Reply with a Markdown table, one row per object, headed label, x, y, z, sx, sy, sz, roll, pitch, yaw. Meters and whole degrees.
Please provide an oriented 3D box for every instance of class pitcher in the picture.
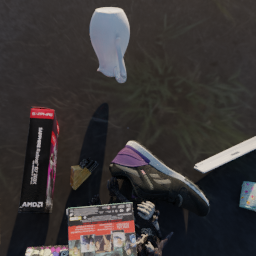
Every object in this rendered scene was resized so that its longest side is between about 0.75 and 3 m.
| label | x | y | z | sx | sy | sz | roll | pitch | yaw |
| --- | --- | --- | --- | --- | --- | --- | --- | --- | --- |
| pitcher | -0.394 | -2.208 | 7.543 | 1.068 | 1.762 | 1.512 | -15 | 36 | -22 |

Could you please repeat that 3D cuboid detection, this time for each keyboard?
| label | x | y | z | sx | sy | sz | roll | pitch | yaw |
| --- | --- | --- | --- | --- | --- | --- | --- | --- | --- |
| keyboard | 2.889 | 0.703 | 7.675 | 2.216 | 0.624 | 0.118 | -23 | 104 | -9 |

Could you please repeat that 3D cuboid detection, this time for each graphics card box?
| label | x | y | z | sx | sy | sz | roll | pitch | yaw |
| --- | --- | --- | --- | --- | --- | --- | --- | --- | --- |
| graphics card box | -2.190 | 0.898 | 7.112 | 0.629 | 1.553 | 2.475 | 4 | 71 | -9 |

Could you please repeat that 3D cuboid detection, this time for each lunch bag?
| label | x | y | z | sx | sy | sz | roll | pitch | yaw |
| --- | --- | --- | --- | --- | --- | --- | --- | --- | --- |
| lunch bag | 3.420 | 1.830 | 7.377 | 0.863 | 0.526 | 0.735 | 7 | 73 | 32 |

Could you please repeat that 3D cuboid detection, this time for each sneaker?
| label | x | y | z | sx | sy | sz | roll | pitch | yaw |
| --- | --- | --- | --- | --- | --- | --- | --- | --- | --- |
| sneaker | 0.717 | 1.577 | 7.204 | 2.718 | 1.029 | 1.190 | 35 | 67 | 19 |

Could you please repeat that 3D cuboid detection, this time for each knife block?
| label | x | y | z | sx | sy | sz | roll | pitch | yaw |
| --- | --- | --- | --- | --- | --- | --- | --- | --- | --- |
| knife block | -1.188 | 1.235 | 7.668 | 0.722 | 0.263 | 0.823 | -2 | 107 | -29 |

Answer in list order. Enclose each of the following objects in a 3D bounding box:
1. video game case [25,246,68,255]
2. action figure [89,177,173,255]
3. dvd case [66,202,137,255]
| label | x | y | z | sx | sy | sz | roll | pitch | yaw |
| --- | --- | --- | --- | --- | --- | --- | --- | --- | --- |
| video game case | -1.223 | 3.472 | 6.334 | 1.837 | 2.026 | 0.363 | -1 | 28 | -1 |
| action figure | 0.054 | 2.372 | 6.604 | 1.454 | 1.248 | 2.446 | -40 | 57 | -14 |
| dvd case | -0.503 | 2.541 | 5.646 | 1.396 | 0.210 | 1.912 | -5 | 71 | -2 |
